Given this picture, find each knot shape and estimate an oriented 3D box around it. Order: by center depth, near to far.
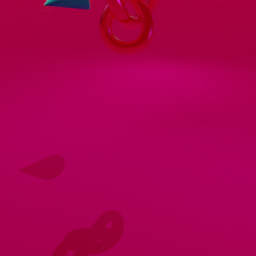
[{"bbox_3d":[0.005,-1.993,4.903,1.478,1.383,0.683,-2,13,-41],"label":"knot shape"}]

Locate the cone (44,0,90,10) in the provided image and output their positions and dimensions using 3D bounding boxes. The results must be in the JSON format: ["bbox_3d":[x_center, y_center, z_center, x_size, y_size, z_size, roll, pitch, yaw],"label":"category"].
[{"bbox_3d":[-1.579,-3.156,6.761,0.984,0.981,0.981,-28,34,-9],"label":"cone"}]
